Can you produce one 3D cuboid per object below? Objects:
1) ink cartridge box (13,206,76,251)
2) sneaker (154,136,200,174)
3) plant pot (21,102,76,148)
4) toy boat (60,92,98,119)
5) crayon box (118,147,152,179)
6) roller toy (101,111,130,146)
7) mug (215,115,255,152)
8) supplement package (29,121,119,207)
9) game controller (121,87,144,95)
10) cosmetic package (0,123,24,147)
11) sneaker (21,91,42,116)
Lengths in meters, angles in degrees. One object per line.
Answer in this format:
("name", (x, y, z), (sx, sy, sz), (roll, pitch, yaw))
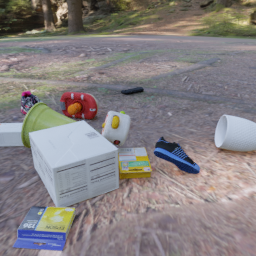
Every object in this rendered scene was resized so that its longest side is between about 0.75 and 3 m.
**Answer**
("ink cartridge box", (-1.870, 2.237, 6.382), (1.109, 0.264, 1.122), (2, 22, 4))
("sneaker", (1.533, 0.811, 8.405), (1.558, 0.546, 0.607), (29, 60, -9))
("plant pot", (-2.557, 0.113, 9.796), (1.559, 1.696, 1.696), (17, 27, 11))
("toy boat", (-2.252, -0.908, 12.387), (1.814, 1.184, 1.185), (6, 25, 13))
("crayon box", (0.169, 1.125, 8.732), (0.952, 0.391, 1.515), (-2, 23, -4))
("roller toy", (-0.431, 0.016, 8.914), (0.795, 1.037, 1.137), (15, 19, -10))
("mug", (3.918, 0.263, 9.974), (1.401, 1.180, 1.598), (11, -6, 0))
("supplement package", (-1.586, 0.910, 8.073), (1.812, 1.290, 2.326), (-14, 28, -28))
("game controller", (0.264, -2.216, 16.620), (1.363, 0.287, 0.711), (-15, 13, -32))
("cosmetic package", (-4.474, 0.246, 10.465), (1.722, 0.614, 0.874), (-1, 24, -4))
("sneaker", (-4.265, -0.948, 12.761), (1.042, 0.965, 2.584), (-21, 31, -39))
